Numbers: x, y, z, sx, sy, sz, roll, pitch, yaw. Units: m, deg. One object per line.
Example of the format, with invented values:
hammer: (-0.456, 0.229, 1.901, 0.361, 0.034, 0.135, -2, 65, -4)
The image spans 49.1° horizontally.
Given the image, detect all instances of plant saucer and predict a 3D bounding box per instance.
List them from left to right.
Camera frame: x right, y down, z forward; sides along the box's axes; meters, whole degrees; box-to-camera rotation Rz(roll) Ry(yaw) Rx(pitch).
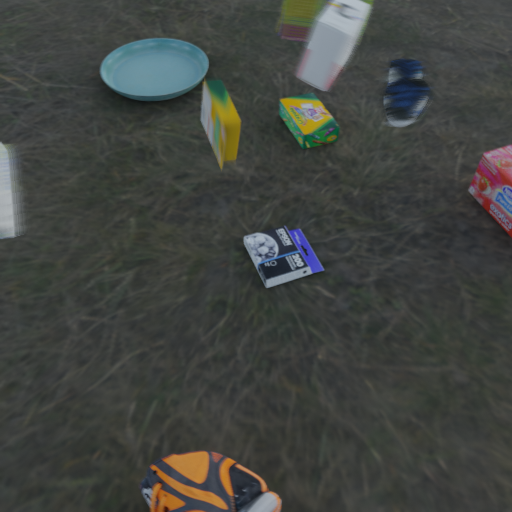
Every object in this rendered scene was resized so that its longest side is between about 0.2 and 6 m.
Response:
plant saucer: (-2.530, -4.650, 14.097, 2.661, 0.365, 2.661, 0, 50, 1)

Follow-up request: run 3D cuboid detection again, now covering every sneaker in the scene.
sneaker: (-1.108, 3.529, 6.769, 1.551, 1.074, 2.769, 31, 46, 29)
sneaker: (2.607, -2.734, 9.826, 0.744, 0.757, 1.966, 9, 43, 12)

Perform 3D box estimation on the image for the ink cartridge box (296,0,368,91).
ink cartridge box: (1.014, -2.824, 7.384, 0.480, 0.827, 1.121, 25, 46, 2)

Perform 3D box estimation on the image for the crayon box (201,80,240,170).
crayon box: (-0.508, -1.919, 8.198, 0.297, 0.725, 1.153, -10, 54, -17)

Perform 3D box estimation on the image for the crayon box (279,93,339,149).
crayon box: (1.177, -3.080, 12.699, 0.859, 0.421, 1.445, -16, 51, -13)

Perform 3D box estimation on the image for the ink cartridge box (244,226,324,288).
ink cartridge box: (0.503, -0.047, 10.225, 1.151, 0.250, 1.140, -16, 51, -15)

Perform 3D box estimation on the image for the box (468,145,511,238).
box: (5.117, -1.075, 10.588, 0.977, 1.020, 2.046, -16, 52, -14)

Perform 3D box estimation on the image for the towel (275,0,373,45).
towel: (1.204, -4.322, 9.951, 1.594, 1.145, 0.182, 3, 54, -8)

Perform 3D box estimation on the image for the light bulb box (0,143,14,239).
light bulb box: (-3.268, -0.813, 6.292, 0.741, 1.187, 1.177, -6, 83, -13)
